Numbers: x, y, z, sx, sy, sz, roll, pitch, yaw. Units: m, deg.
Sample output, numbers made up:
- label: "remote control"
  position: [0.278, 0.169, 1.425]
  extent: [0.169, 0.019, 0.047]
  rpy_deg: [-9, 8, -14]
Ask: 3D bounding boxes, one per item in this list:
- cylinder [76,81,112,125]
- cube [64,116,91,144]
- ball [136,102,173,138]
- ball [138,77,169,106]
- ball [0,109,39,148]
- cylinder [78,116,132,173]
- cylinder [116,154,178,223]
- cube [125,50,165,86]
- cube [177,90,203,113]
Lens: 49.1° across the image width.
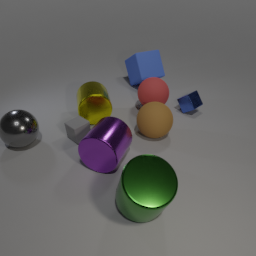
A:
- label: "cylinder"
  position: [-1.451, -1.078, 11.899]
  extent: [1.400, 1.400, 1.400]
  rpy_deg: [-6, 33, -10]
- label: "cube"
  position: [-1.898, 0.062, 10.709]
  extent: [0.700, 0.700, 0.700]
  rpy_deg: [-31, 41, -32]
- label: "ball"
  position: [1.023, -0.307, 10.709]
  extent: [1.400, 1.400, 1.400]
  rpy_deg: [0, 32, 0]
- label: "ball"
  position: [1.121, -1.541, 12.387]
  extent: [1.400, 1.400, 1.400]
  rpy_deg: [0, 32, 0]
- label: "ball"
  position: [-3.969, 0.024, 10.195]
  extent: [1.400, 1.400, 1.400]
  rpy_deg: [0, 32, 0]
- label: "cylinder"
  position: [-0.731, 0.534, 9.360]
  extent: [1.400, 1.400, 1.400]
  rpy_deg: [11, 34, 17]
- label: "cylinder"
  position: [0.436, 1.591, 7.268]
  extent: [1.400, 1.400, 1.400]
  rpy_deg: [4, 59, -7]
- label: "cube"
  position: [0.862, -3.135, 14.651]
  extent: [1.400, 1.400, 1.400]
  rpy_deg: [-16, 4, -24]
- label: "cube"
  position: [2.758, -1.164, 12.460]
  extent: [0.700, 0.700, 0.700]
  rpy_deg: [-29, 6, -37]
